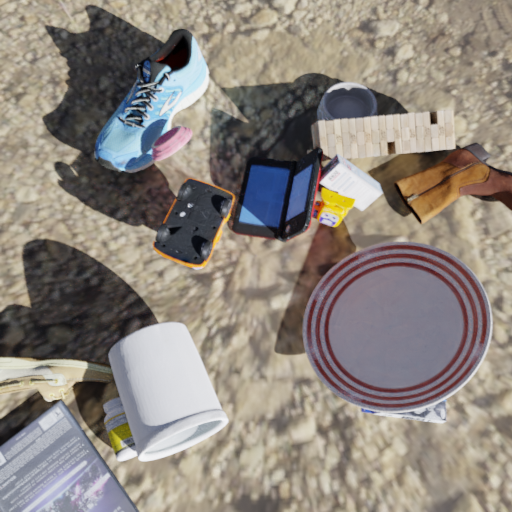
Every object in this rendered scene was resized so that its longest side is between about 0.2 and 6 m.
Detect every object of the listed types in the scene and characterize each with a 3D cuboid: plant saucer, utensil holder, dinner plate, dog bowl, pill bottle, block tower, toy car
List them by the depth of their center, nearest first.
[{"bbox_3d":[-1.348,1.998,8.381,1.375,1.375,1.617,-21,65,-9],"label":"utensil holder"},{"bbox_3d":[-2.025,2.627,8.556,0.485,0.485,0.863,-22,67,-10],"label":"pill bottle"},{"bbox_3d":[2.172,1.075,8.909,2.928,0.355,2.928,-12,56,18],"label":"dinner plate"},{"bbox_3d":[-0.031,-0.314,9.563,3.301,1.098,1.619,6,64,-6],"label":"toy car"},{"bbox_3d":[-1.559,-2.063,10.085,0.867,0.220,0.867,-26,30,17],"label":"plant saucer"},{"bbox_3d":[2.333,-2.239,10.467,2.720,0.735,0.786,-7,99,-3],"label":"block tower"},{"bbox_3d":[1.834,-2.924,11.135,1.222,0.358,1.222,0,65,1],"label":"dog bowl"}]

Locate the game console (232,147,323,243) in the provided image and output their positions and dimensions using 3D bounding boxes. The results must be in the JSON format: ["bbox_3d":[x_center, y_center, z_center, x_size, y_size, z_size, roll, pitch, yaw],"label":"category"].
[{"bbox_3d":[0.378,-1.150,9.952,0.952,1.382,1.604,18,72,-20],"label":"game console"}]

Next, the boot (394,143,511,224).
[{"bbox_3d":[3.730,-1.111,10.169,1.854,0.635,1.746,-28,69,-11],"label":"boot"}]

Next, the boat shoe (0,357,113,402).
[{"bbox_3d":[-3.205,1.947,8.799,1.979,0.732,0.657,1,76,4],"label":"boat shoe"}]

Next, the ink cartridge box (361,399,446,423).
[{"bbox_3d":[2.337,2.237,8.867,1.292,0.253,0.643,5,66,3],"label":"ink cartridge box"}]

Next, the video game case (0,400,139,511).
[{"bbox_3d":[-2.961,3.486,8.329,1.537,0.204,2.151,-38,72,-15],"label":"video game case"}]

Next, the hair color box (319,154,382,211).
[{"bbox_3d":[1.641,-1.273,9.810,1.055,0.522,0.320,29,35,-27],"label":"hair color box"}]

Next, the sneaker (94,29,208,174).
[{"bbox_3d":[-2.082,-3.027,10.563,1.276,1.464,3.256,23,68,10],"label":"sneaker"}]
